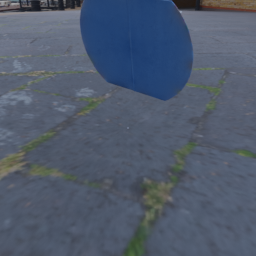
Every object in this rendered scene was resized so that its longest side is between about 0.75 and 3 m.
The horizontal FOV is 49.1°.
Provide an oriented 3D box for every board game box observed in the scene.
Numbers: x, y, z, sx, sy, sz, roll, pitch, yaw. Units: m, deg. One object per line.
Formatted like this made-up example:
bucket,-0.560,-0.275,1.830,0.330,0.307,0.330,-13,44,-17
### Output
board game box,0.165,-1.410,4.698,2.149,1.698,0.418,22,50,27
